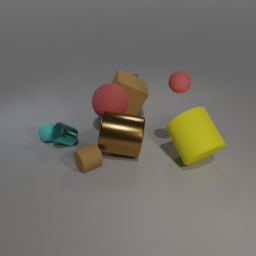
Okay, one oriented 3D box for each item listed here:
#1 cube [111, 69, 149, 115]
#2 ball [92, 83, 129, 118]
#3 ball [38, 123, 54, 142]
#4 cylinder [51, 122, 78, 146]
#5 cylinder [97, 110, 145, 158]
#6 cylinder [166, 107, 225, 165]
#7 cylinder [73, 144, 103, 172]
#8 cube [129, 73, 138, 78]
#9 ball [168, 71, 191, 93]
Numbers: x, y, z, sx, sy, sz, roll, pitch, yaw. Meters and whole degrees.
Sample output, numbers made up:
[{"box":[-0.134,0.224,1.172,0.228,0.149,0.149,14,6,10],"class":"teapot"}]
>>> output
[{"box":[-0.089,-1.439,12.069,1.400,1.400,1.400,22,29,-14],"class":"cube"},{"box":[-0.676,-1.001,10.651,1.400,1.400,1.400,0,29,0],"class":"ball"},{"box":[-2.980,0.154,10.442,0.700,0.700,0.700,0,29,0],"class":"ball"},{"box":[-2.283,0.220,10.066,0.700,0.700,0.700,25,7,-44],"class":"cylinder"},{"box":[-0.223,0.199,9.448,1.400,1.400,1.400,10,29,-1],"class":"cylinder"},{"box":[2.149,0.266,9.011,1.400,1.400,1.400,-15,69,-26],"class":"cylinder"},{"box":[-1.273,0.944,8.940,0.700,0.700,0.700,-22,36,-29],"class":"cylinder"},{"box":[0.081,-2.411,14.235,0.700,0.700,0.700,-12,18,-21],"class":"cube"},{"box":[1.608,-1.422,8.673,0.700,0.700,0.700,0,29,0],"class":"ball"}]
